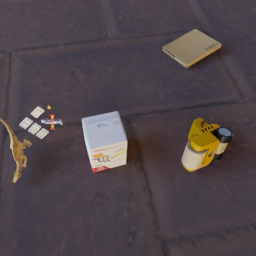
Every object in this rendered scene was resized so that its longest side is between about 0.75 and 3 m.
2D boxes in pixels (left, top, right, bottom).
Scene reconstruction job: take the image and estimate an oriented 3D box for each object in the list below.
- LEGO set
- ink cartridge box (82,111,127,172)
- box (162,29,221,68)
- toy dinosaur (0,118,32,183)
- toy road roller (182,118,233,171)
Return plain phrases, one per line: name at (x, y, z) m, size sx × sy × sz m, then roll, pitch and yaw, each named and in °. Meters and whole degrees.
LEGO set at (-2.124, -0.147, 6.990) m, size 0.952 × 0.711 × 0.234 m, roll -39°, pitch 35°, yaw 15°
ink cartridge box at (-0.578, 0.359, 7.044) m, size 0.921 × 1.267 × 0.917 m, roll -13°, pitch 58°, yaw -10°
box at (2.250, -2.880, 9.962) m, size 1.615 × 0.172 × 1.320 m, roll -32°, pitch 55°, yaw -15°
toy dinosaur at (-2.785, 0.459, 7.030) m, size 0.496 × 0.861 × 1.703 m, roll -11°, pitch 99°, yaw -4°
toy road roller at (1.862, 0.348, 7.255) m, size 1.444 × 0.887 × 1.054 m, roll -19°, pitch 48°, yaw -28°
